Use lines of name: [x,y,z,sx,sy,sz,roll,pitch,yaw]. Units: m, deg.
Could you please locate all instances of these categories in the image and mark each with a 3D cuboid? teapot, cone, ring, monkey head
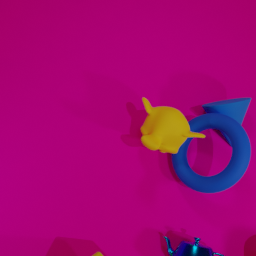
teapot: [1.302,2.531,5.624,1.360,0.846,0.666,6,74,23]
cone: [2.445,-0.078,6.774,1.130,1.130,1.134,-11,97,-4]
ring: [1.762,0.527,6.158,1.790,0.358,1.790,-17,63,36]
monkey head: [0.767,0.019,6.038,1.620,1.165,0.976,34,104,16]

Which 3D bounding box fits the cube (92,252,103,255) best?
cube: [-0.703,3.209,4.926,1.189,1.189,1.189,40,99,19]
